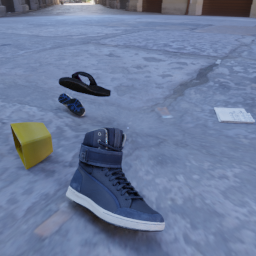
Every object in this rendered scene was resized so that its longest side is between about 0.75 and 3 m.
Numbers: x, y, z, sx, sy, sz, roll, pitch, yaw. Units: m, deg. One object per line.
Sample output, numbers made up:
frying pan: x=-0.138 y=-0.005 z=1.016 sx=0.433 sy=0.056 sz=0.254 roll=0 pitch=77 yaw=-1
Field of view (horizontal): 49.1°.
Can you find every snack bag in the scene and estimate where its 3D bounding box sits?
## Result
snack bag: x=3.607 y=-0.465 z=9.597 sx=1.125 sy=0.128 sz=1.193 roll=2 pitch=27 yaw=6

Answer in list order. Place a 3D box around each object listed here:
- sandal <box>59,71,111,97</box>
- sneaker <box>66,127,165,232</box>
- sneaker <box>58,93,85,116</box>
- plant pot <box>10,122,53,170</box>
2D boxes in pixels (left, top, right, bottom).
sandal: x=-1.239 y=-1.293 z=8.107 sx=0.789 sy=0.503 sz=2.100 roll=3 pitch=-2 yaw=26
sneaker: x=-0.166 y=0.833 z=5.130 sx=2.206 sy=1.594 sz=0.839 roll=15 pitch=-3 yaw=37
sneaker: x=-1.883 y=-0.803 z=9.830 sx=1.296 sy=0.491 sz=0.499 roll=37 pitch=0 yaw=32
plant pot: x=-2.350 y=0.349 z=6.971 sx=0.768 sy=0.870 sz=0.870 roll=-19 pitch=45 yaw=-29
